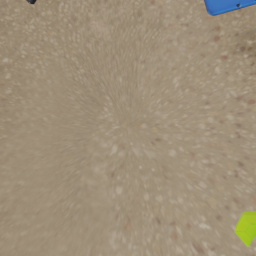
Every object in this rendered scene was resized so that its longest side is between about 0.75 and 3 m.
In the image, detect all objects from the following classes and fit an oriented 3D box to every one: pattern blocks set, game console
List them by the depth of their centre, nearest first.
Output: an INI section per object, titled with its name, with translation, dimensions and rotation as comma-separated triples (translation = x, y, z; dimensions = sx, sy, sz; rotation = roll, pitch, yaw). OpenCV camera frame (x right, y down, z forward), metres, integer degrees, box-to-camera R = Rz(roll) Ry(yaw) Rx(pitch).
[pattern blocks set]
translation = 1.724, 1.192, 2.656
dimensions = 1.359, 1.546, 0.125
rotation = 29, 26, 14
[game console]
translation = 2.291, -3.084, 5.959
dimensions = 1.628, 1.390, 0.963
rotation = -13, 112, 7

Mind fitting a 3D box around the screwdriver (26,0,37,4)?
[screwdriver]
translation = -1.733, -3.507, 5.954
dimensions = 0.256, 0.267, 1.835
rotation = 32, 114, -6
